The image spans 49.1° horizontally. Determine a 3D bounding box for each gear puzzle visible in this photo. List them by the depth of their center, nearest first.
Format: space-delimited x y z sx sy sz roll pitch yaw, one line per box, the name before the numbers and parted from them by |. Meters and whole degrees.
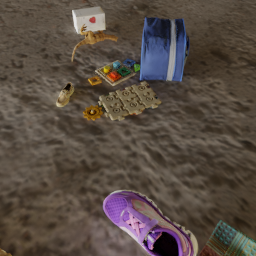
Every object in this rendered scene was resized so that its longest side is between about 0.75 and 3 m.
gear puzzle | -0.253 -0.764 9.875 2.711 0.355 1.404 -20 52 -14

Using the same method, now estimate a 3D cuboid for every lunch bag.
lunch bag | 1.484 -3.130 11.009 1.833 1.882 2.771 5 45 4

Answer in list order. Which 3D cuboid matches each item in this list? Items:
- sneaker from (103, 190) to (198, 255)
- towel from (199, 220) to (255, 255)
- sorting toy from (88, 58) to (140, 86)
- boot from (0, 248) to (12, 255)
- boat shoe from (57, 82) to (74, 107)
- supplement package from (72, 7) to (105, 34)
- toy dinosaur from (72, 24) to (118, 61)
sneaker | 0.418 2.208 6.206 2.377 1.051 0.956 30 93 18
towel | 2.787 3.521 5.750 2.957 0.321 2.169 30 53 26
sorting toy | -0.513 -2.311 11.311 2.305 0.314 1.298 -32 54 -26
boot | -3.745 2.960 6.118 1.976 0.653 1.730 26 39 21
boat shoe | -2.326 -1.236 10.248 0.411 0.372 1.154 8 47 8
supplement package | -1.911 -5.324 13.800 1.422 0.862 0.852 -14 48 -13
toy dinosaur | -1.707 -4.020 12.625 2.631 0.795 1.397 -26 53 -22
